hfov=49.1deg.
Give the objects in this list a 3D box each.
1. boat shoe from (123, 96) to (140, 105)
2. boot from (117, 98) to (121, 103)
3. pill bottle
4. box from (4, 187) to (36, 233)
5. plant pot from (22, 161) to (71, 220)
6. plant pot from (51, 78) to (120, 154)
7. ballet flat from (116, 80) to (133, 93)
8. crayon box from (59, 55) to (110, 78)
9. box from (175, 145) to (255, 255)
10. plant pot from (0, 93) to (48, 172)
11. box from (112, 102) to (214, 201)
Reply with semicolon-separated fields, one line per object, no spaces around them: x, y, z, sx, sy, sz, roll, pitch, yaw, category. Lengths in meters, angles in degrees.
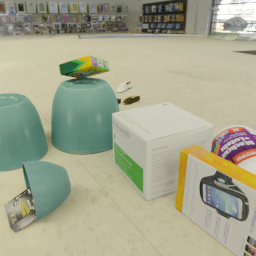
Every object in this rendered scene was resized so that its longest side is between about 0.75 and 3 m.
0.150;-1.422;14.292;1.017;0.372;0.329;-16;14;-31;boat shoe
-0.792;-1.328;14.099;0.669;0.267;0.812;20;33;16;boot
3.069;1.121;6.990;1.535;1.535;2.755;0;23;0;pill bottle
-2.463;1.893;6.579;0.728;0.222;0.919;-35;35;-14;box
-1.895;1.365;6.676;0.918;1.363;1.363;-13;27;-26;plant pot
-1.520;-0.615;10.192;2.677;2.148;2.677;1;23;0;plant pot
-0.220;-2.467;16.409;0.534;0.534;1.538;15;28;30;ballet flat
-1.533;-2.156;10.088;1.259;0.425;1.459;-10;1;21;crayon box
2.160;1.639;5.707;0.580;1.664;2.795;-16;29;-34;box
-3.956;-0.026;9.150;2.395;1.922;2.395;0;24;0;plant pot
0.898;0.529;7.997;2.118;1.815;2.108;-12;26;-24;box
